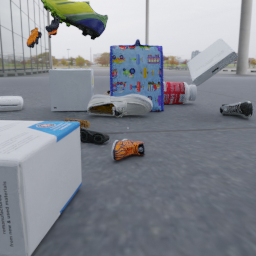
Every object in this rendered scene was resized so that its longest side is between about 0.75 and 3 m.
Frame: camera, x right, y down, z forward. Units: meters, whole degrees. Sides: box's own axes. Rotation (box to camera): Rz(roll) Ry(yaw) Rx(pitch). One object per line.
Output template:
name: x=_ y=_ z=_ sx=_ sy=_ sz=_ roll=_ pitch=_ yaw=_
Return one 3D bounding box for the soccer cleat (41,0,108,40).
soccer cleat: x=-1.575 y=-3.439 z=8.238 sx=2.199 sy=0.920 sz=0.711 roll=32 pitch=-4 yaw=7

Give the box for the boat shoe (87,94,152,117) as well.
boat shoe: x=-0.319 y=-0.701 z=9.876 sx=2.317 sy=0.822 sz=0.809 roll=6 pitch=40 yaw=9

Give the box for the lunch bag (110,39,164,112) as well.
lunch bag: x=0.336 y=-2.104 z=11.144 sx=2.096 sy=2.784 sz=1.309 roll=0 pitch=13 yaw=-1

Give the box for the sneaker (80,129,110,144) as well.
sneaker: x=-0.826 y=0.210 z=6.668 sx=0.852 sy=0.324 sz=0.387 roll=14 pitch=8 yaw=27

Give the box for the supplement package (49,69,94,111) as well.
supplement package: x=-2.282 y=-1.660 z=11.793 sx=1.621 sy=1.633 sz=2.152 roll=-1 pitch=13 yaw=-4

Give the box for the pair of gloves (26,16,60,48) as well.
pair of gloves: x=-2.052 y=-2.328 z=6.769 sx=0.960 sy=0.119 sz=0.855 roll=-23 pitch=47 yaw=15

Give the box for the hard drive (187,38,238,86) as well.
hard drive: x=2.809 y=-2.321 z=9.634 sx=1.509 sy=0.301 sz=2.289 roll=-36 pitch=17 yaw=22

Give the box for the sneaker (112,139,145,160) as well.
sneaker: x=0.048 y=0.403 z=5.517 sx=0.530 sy=0.367 sz=0.946 roll=3 pitch=13 yaw=20

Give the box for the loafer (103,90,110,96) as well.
loafer: x=-1.126 y=-1.583 z=14.055 sx=0.580 sy=0.507 sz=1.614 roll=2 pitch=13 yaw=8

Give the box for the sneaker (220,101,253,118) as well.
sneaker: x=3.737 y=-0.620 z=9.880 sx=0.883 sy=0.574 sz=1.530 roll=-4 pitch=2 yaw=3

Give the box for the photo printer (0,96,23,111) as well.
photo printer: x=-4.946 y=-1.018 z=11.586 sx=1.149 sy=0.480 sz=1.381 roll=-3 pitch=14 yaw=-20

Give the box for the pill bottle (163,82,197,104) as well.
pill bottle: x=2.235 y=-1.654 z=13.209 sx=1.835 sy=1.030 sz=1.030 roll=0 pitch=13 yaw=-2

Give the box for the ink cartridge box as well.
ink cartridge box: x=-1.981 y=0.525 z=3.426 sx=2.426 sy=1.022 sz=1.754 roll=2 pitch=13 yaw=8

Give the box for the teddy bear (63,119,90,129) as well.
teddy bear: x=-1.510 y=-0.051 z=7.704 sx=0.874 sy=0.402 sz=1.205 roll=2 pitch=3 yaw=-27
